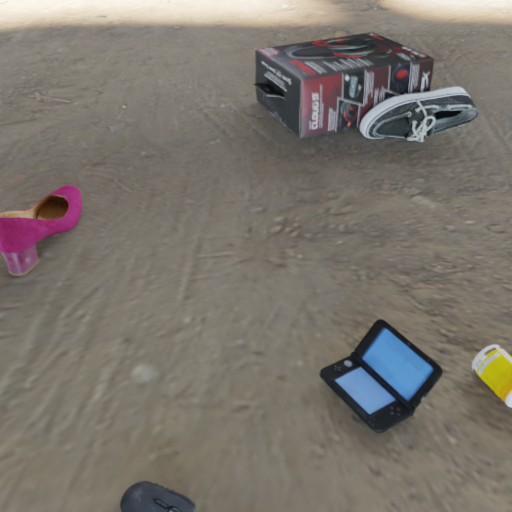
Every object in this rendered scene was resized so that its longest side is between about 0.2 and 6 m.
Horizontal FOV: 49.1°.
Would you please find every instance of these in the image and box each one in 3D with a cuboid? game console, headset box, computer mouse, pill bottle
[{"bbox_3d":[1.495,1.432,6.850,0.964,0.638,1.097,-16,41,-33],"label":"game console"},{"bbox_3d":[1.713,-3.905,12.613,3.507,1.316,2.607,-14,36,-15],"label":"headset box"},{"bbox_3d":[-0.603,2.717,5.636,1.745,0.297,0.512,14,41,16],"label":"computer mouse"},{"bbox_3d":[3.118,1.535,6.917,0.460,0.460,0.843,-17,42,-19],"label":"pill bottle"}]

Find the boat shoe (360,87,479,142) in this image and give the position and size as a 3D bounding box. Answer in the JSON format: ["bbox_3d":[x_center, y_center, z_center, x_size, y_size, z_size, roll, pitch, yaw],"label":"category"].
[{"bbox_3d":[3.460,-2.839,11.814,2.469,0.912,0.843,-12,53,-11],"label":"boat shoe"}]

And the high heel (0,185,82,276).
[{"bbox_3d":[-3.489,-0.780,9.167,0.771,1.100,2.288,6,41,3],"label":"high heel"}]
